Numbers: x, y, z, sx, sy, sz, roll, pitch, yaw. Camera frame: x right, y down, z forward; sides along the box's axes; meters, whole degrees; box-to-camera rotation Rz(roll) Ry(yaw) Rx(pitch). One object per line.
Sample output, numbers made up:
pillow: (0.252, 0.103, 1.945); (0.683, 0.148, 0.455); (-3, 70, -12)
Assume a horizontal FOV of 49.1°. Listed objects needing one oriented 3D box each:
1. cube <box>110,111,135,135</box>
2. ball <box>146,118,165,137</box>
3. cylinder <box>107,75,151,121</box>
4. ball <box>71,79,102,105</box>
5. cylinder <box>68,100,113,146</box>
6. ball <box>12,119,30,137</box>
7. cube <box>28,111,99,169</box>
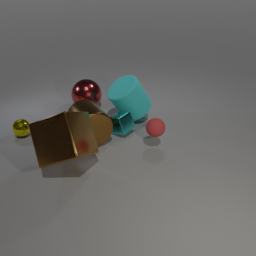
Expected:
cube: (-0.266, -0.202, 11.060); (0.700, 0.700, 0.700); (0, 27, 45)
ball: (0.989, -0.016, 10.056); (0.700, 0.700, 0.700); (0, 29, 0)
cylinder: (0.072, -1.251, 11.795); (1.400, 1.400, 1.400); (-21, 42, 21)
ball: (-1.931, -1.572, 13.056); (1.400, 1.400, 1.400); (0, 29, 0)
cylinder: (-1.467, -0.187, 10.542); (1.400, 1.400, 1.400); (-14, 31, -23)
ball: (-4.155, -0.008, 10.937); (0.700, 0.700, 0.700); (0, 29, 0)
cube: (-1.972, 0.339, 8.768); (1.400, 1.400, 1.400); (-17, -3, 20)
